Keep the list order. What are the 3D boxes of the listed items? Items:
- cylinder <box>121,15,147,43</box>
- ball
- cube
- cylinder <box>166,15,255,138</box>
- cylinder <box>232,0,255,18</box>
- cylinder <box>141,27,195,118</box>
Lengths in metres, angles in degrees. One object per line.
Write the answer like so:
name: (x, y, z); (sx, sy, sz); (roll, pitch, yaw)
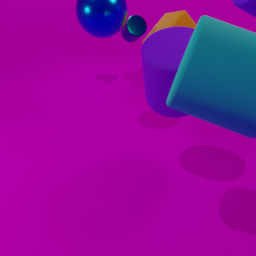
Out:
cylinder: (0.233, -4.057, 11.489); (0.860, 0.860, 0.860); (-12, 3, -19)
ball: (-0.632, -2.837, 6.794); (1.262, 1.262, 1.262); (0, 33, 0)
cube: (1.421, -2.653, 8.587); (1.227, 1.227, 1.227); (-50, 26, 1)
cylinder: (1.267, -0.636, 3.586); (1.211, 1.211, 1.211); (21, 35, 3)
cylinder: (3.082, -2.975, 6.120); (1.103, 1.103, 1.103); (17, 27, -21)
cylinder: (0.936, -1.072, 5.478); (1.274, 1.274, 1.274); (-4, 53, 5)
